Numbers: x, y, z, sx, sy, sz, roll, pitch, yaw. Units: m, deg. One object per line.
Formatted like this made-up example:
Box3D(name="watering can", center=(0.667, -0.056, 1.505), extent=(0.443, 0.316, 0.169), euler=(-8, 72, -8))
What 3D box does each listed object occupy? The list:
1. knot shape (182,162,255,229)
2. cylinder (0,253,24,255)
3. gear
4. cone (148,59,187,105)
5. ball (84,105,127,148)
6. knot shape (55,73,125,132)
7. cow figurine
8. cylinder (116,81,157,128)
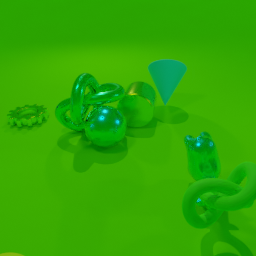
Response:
Box3D(name="knot shape", center=(1.399, 0.910, 3.925), extent=(1.206, 1.129, 0.557), euler=(-2, 55, -40))
Box3D(name="cylinder", center=(-1.322, 1.790, 2.899), extent=(0.733, 0.733, 0.733), euler=(-8, -2, -14))
Box3D(name="gear", center=(-2.849, -0.375, 8.001), extent=(1.102, 0.204, 1.102), euler=(-2, 28, 1))
Box3D(name="cone", center=(1.109, -1.199, 8.131), extent=(1.142, 1.146, 1.142), euler=(5, -14, 1))
Box3D(name="ball", center=(-0.530, -0.036, 6.664), extent=(1.008, 1.008, 1.008), euler=(0, 30, 0))
Box3D(name="knot shape", center=(-0.987, -0.627, 6.716), extent=(1.832, 0.846, 1.714), euler=(-38, -10, 2))
Box3D(name="cow figurine", center=(1.418, 0.775, 5.013), extent=(0.705, 1.285, 1.265), euler=(-13, 17, 5))
Box3D(name="cylinder", center=(0.261, -0.667, 7.762), extent=(0.990, 0.990, 0.990), euler=(5, 30, 9))
